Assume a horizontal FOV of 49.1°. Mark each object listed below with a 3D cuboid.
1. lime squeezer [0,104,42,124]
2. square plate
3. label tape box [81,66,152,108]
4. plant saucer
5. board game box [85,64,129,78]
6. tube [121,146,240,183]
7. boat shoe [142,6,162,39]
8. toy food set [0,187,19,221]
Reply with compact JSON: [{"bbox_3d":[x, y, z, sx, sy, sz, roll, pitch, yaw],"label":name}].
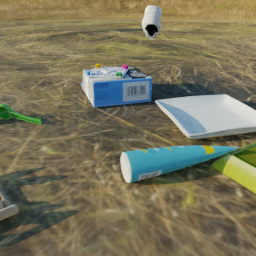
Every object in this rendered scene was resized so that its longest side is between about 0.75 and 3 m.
[{"bbox_3d":[-3.959,-0.246,8.146,2.718,0.513,0.960,-7,57,-17],"label":"lime squeezer"},{"bbox_3d":[2.439,-0.372,8.323,2.635,0.375,2.610,-6,26,-12],"label":"square plate"},{"bbox_3d":[-0.585,-1.763,10.582,2.086,0.963,2.912,-8,28,-16],"label":"label tape box"},{"bbox_3d":[2.882,0.775,5.903,1.566,0.375,1.568,-15,29,-29],"label":"plant saucer"},{"bbox_3d":[-0.704,-2.046,9.905,1.293,0.167,1.293,4,26,10],"label":"board game box"},{"bbox_3d":[1.081,0.633,5.952,2.444,0.616,0.946,-8,3,-19],"label":"tube"},{"bbox_3d":[0.907,-3.733,10.445,0.789,0.751,2.191,9,-1,-3],"label":"boat shoe"},{"bbox_3d":[-2.857,1.176,4.861,1.284,0.540,1.789,-19,31,-35],"label":"toy food set"}]
